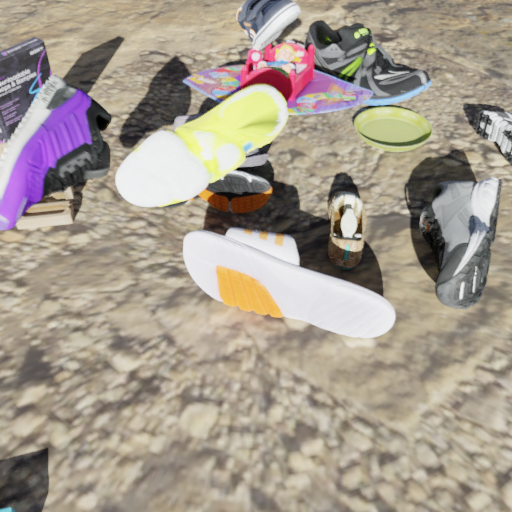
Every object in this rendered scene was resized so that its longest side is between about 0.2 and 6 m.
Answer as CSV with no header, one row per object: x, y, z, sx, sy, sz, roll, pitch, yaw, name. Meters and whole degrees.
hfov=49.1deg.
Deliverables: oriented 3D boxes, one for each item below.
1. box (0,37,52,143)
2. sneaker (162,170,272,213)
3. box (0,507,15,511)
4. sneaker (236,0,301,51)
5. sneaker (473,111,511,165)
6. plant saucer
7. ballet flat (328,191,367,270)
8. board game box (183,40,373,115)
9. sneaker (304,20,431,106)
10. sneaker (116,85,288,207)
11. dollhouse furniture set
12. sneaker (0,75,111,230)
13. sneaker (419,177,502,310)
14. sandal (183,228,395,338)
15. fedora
-5.102,-3.455,12.286,0.396,2.193,1.568,24,49,23,box
-0.887,-1.557,11.258,2.451,0.928,1.127,6,40,4,sneaker
-3.532,3.418,6.311,1.590,0.391,0.654,-11,44,-12,box
0.120,-3.991,9.323,0.772,0.782,1.969,-36,15,-4,sneaker
5.886,-2.653,12.489,1.022,0.751,2.258,-13,43,-9,sneaker
3.187,-2.925,13.125,1.805,0.280,1.805,0,44,0,plant saucer
1.734,-0.701,10.442,0.771,0.714,2.187,5,43,1,ballet flat
0.361,-3.650,10.896,2.989,0.737,3.783,-15,34,-25,board game box
2.666,-5.017,14.367,1.368,1.599,3.858,-33,53,-30,sneaker
-0.665,-1.417,7.415,2.392,0.906,1.257,-25,13,8,sneaker
-4.310,-1.415,10.904,1.306,1.119,1.373,-7,44,-8,dollhouse furniture set
-2.826,-1.406,8.137,1.351,0.945,2.717,26,55,-20,sneaker
3.446,-0.277,9.781,1.339,1.248,3.377,8,37,22,sneaker
0.530,0.331,9.046,3.496,1.339,1.002,19,44,7,sandal
-0.900,-2.399,11.496,2.338,1.056,2.068,0,15,0,fedora
